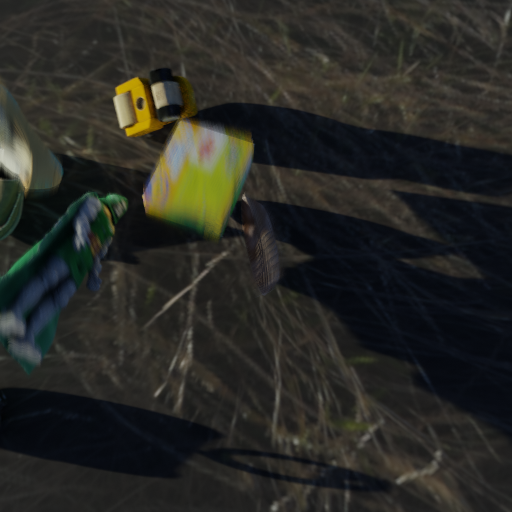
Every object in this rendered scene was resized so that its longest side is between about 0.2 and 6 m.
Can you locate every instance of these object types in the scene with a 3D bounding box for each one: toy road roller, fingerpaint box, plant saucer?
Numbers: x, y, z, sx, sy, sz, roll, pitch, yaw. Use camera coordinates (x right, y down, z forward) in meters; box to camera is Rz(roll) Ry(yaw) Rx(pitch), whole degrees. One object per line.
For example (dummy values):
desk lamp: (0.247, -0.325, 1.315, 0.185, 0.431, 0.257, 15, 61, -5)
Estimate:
toy road roller: (-1.778, -2.819, 10.412, 1.484, 1.083, 0.912, -10, 95, 33)
fingerpaint box: (-0.937, -1.298, 9.394, 1.360, 0.598, 1.630, 18, 64, 4)
plant saucer: (0.075, -0.175, 8.926, 0.275, 1.596, 1.596, -11, 77, -8)

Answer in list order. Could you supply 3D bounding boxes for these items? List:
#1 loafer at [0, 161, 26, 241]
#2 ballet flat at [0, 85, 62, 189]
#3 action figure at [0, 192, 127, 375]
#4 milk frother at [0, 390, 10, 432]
loafer: (-4.572, -1.210, 10.080, 0.728, 0.675, 1.937, 12, 77, 3)
ballet flat: (-3.570, -1.771, 8.048, 1.969, 0.676, 0.621, 49, 41, 7)
action figure: (-2.880, 0.059, 8.743, 0.869, 1.877, 3.177, 12, 48, 12)
milk frother: (-4.574, 2.632, 9.010, 0.958, 1.019, 0.919, -43, 84, -9)
